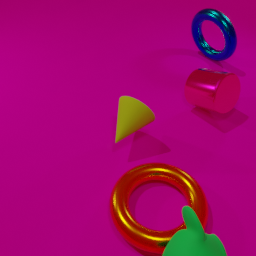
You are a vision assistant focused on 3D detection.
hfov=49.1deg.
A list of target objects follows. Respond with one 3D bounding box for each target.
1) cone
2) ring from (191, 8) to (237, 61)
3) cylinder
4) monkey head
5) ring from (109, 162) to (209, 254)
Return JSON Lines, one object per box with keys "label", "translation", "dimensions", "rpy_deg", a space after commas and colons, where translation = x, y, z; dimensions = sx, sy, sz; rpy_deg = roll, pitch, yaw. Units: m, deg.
{"label": "cone", "translation": [-0.031, -0.053, 6.479], "dimensions": [0.975, 0.975, 0.978], "rpy_deg": [25, 70, 22]}
{"label": "ring", "translation": [2.765, -3.006, 9.124], "dimensions": [0.361, 1.803, 1.803], "rpy_deg": [-37, 55, -15]}
{"label": "cylinder", "translation": [2.222, -1.000, 7.422], "dimensions": [1.045, 1.045, 1.045], "rpy_deg": [-28, 31, -25]}
{"label": "monkey head", "translation": [1.038, 1.984, 3.852], "dimensions": [0.990, 1.182, 1.643], "rpy_deg": [19, 75, -24]}
{"label": "ring", "translation": [0.615, 1.517, 5.647], "dimensions": [1.982, 0.396, 1.982], "rpy_deg": [0, 45, 0]}
